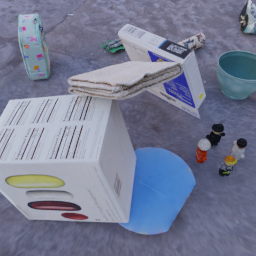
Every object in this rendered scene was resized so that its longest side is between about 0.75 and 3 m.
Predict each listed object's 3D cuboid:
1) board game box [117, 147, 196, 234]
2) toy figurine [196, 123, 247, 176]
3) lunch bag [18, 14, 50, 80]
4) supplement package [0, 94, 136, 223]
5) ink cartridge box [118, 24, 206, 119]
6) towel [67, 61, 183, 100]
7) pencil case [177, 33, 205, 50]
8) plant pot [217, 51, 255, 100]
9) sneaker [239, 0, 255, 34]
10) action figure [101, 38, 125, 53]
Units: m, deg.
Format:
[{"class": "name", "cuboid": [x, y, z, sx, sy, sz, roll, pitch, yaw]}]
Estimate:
[{"class": "board game box", "cuboid": [0.587, 1.640, 7.332, 1.874, 0.462, 2.372, 26, 62, 24]}, {"class": "toy figurine", "cuboid": [2.670, 0.600, 8.002, 1.237, 0.874, 1.257, 33, 55, 27]}, {"class": "lunch bag", "cuboid": [-3.465, -3.072, 10.473, 0.845, 2.193, 1.759, -6, 47, -9]}, {"class": "supplement package", "cuboid": [-1.377, 0.765, 6.466, 2.606, 2.492, 1.916, -3, 47, 14]}, {"class": "ink cartridge box", "cuboid": [1.119, -1.684, 8.539, 2.602, 2.633, 0.619, 35, 80, 36]}, {"class": "towel", "cuboid": [-0.018, -1.124, 6.036, 1.534, 0.399, 2.314, 13, 29, 36]}, {"class": "pencil case", "cuboid": [2.617, -3.536, 11.998, 1.517, 0.678, 0.590, -31, 83, -25]}, {"class": "plant pot", "cuboid": [3.968, -1.771, 9.969, 1.765, 1.182, 1.765, 0, 48, 0]}, {"class": "sneaker", "cuboid": [6.020, -5.262, 13.534, 1.016, 0.914, 2.354, 17, 55, -2]}, {"class": "action figure", "cuboid": [-0.147, -3.842, 12.370, 1.858, 0.508, 1.098, -23, 48, -24]}]
